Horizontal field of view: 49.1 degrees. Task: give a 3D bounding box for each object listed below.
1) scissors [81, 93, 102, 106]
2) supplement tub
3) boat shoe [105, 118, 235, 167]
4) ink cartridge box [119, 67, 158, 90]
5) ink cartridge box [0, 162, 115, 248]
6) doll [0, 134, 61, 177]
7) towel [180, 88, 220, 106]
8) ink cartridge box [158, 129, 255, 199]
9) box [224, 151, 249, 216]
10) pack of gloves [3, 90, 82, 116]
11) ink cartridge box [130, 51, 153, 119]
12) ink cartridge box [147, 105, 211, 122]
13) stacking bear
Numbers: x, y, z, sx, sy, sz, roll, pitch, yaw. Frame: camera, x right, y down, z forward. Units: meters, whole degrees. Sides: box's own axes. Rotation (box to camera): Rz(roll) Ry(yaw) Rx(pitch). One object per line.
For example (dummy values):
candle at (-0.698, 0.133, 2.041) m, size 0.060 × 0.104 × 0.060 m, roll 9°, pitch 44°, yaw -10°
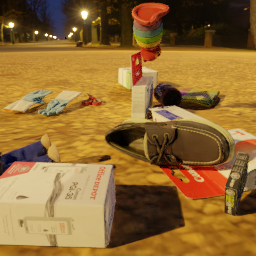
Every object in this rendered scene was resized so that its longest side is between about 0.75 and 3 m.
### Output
scissors at (-1.529, -1.298, 12.295) m, size 0.845 × 0.161 × 2.309 m, roll -3°, pitch 18°, yaw -2°
supplement tub at (1.522, -1.330, 11.173) m, size 0.853 × 0.853 × 1.595 m, roll -3°, pitch 20°, yaw -9°
boat shoe at (0.697, 0.371, 5.943) m, size 0.966 × 1.091 × 2.981 m, roll -22°, pitch 16°, yaw -41°
ink cartridge box at (0.495, -2.737, 15.246) m, size 1.585 × 0.915 × 2.179 m, roll -5°, pitch 19°, yaw -15°
ink cartridge box at (-1.099, 1.097, 4.275) m, size 1.728 × 0.715 × 1.266 m, roll 1°, pitch 19°, yaw 2°
doll at (-2.652, 0.793, 5.329) m, size 2.518 × 0.610 × 1.718 m, roll -17°, pitch 32°, yaw -26°
towel at (3.033, -1.406, 12.369) m, size 1.746 × 0.277 × 2.431 m, roll 9°, pitch 21°, yaw 22°
ink cartridge box at (1.910, 0.622, 5.914) m, size 2.375 × 0.595 × 1.926 m, roll -3°, pitch 18°, yaw -15°
box at (1.776, 0.901, 4.568) m, size 0.183 × 0.664 × 0.828 m, roll 11°, pitch 44°, yaw 31°
pack of gloves at (-3.184, -0.896, 10.895) m, size 2.028 × 0.476 × 2.413 m, roll 8°, pitch 28°, yaw 12°
ink cartridge box at (0.553, -1.665, 10.237) m, size 0.536 × 2.111 × 2.396 m, roll 2°, pitch 19°, yaw 10°
ink cartridge box at (1.557, -0.249, 8.743) m, size 1.079 × 0.423 × 2.279 m, roll -8°, pitch 23°, yaw -21°
stacking bear at (0.674, -2.847, 8.721) m, size 0.975 × 1.715 × 1.041 m, roll 30°, pitch 61°, yaw 29°
